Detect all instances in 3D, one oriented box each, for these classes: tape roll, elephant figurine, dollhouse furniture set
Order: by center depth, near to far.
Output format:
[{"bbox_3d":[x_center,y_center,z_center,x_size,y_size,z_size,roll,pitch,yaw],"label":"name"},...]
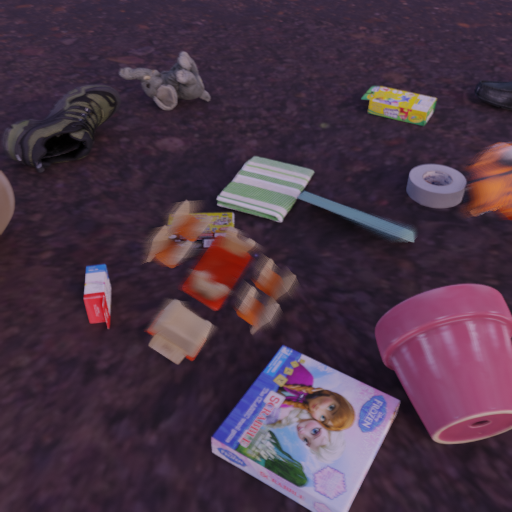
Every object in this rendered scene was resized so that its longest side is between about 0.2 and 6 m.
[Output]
[{"bbox_3d":[-0.703,0.484,7.585,1.830,0.943,1.810,35,57,-3],"label":"dollhouse furniture set"},{"bbox_3d":[3.428,-1.337,10.685,1.052,0.347,1.052,0,39,0],"label":"tape roll"},{"bbox_3d":[-2.219,-4.162,13.651,1.662,1.290,1.176,-21,0,13],"label":"elephant figurine"}]

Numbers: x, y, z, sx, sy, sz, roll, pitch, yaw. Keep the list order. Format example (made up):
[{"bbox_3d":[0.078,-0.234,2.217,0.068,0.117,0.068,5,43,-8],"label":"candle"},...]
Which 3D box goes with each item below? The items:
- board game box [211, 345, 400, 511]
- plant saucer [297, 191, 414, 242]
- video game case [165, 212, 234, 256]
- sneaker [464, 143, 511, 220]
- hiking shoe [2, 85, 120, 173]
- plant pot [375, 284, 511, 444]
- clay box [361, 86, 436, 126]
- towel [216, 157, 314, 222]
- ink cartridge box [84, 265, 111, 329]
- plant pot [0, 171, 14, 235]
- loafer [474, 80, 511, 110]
[{"bbox_3d":[0.608,2.001,6.596,1.648,0.340,1.652,22,44,23],"label":"board game box"},{"bbox_3d":[1.729,-0.703,9.723,2.065,0.196,0.722,26,9,28],"label":"plant saucer"},{"bbox_3d":[-0.984,-0.390,9.687,1.197,0.153,1.082,-1,40,0],"label":"video game case"},{"bbox_3d":[3.935,-0.822,9.031,1.017,1.814,0.704,-40,18,-9],"label":"sneaker"},{"bbox_3d":[-3.789,-2.613,11.876,1.430,1.075,2.840,33,57,21],"label":"hiking shoe"},{"bbox_3d":[2.358,1.341,6.613,1.606,1.606,1.437,-5,55,-6],"label":"plant pot"},{"bbox_3d":[3.395,-3.625,13.442,1.606,0.382,0.923,19,43,22],"label":"clay box"},{"bbox_3d":[0.191,-1.320,10.758,1.378,0.211,1.807,16,40,15],"label":"towel"},{"bbox_3d":[-2.313,0.608,8.178,0.298,0.516,0.887,-6,40,-8],"label":"ink cartridge box"},{"bbox_3d":[-4.930,-0.672,8.623,2.373,2.373,2.059,5,24,6],"label":"plant pot"},{"bbox_3d":[6.706,-3.982,13.413,2.731,0.959,0.927,12,38,14],"label":"loafer"}]
